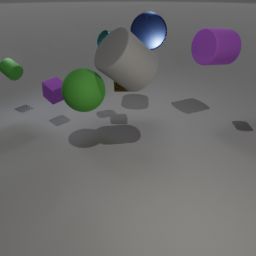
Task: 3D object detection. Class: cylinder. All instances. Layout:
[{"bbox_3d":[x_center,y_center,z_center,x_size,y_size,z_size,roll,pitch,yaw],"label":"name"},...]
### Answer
[{"bbox_3d":[0.798,-3.823,11.242,1.400,1.400,1.400,1,15,1],"label":"cylinder"},{"bbox_3d":[-0.040,-1.999,8.358,1.400,1.400,1.400,29,4,-42],"label":"cylinder"},{"bbox_3d":[-4.883,-2.451,11.710,0.700,0.700,0.700,37,41,21],"label":"cylinder"},{"bbox_3d":[3.512,-3.238,11.199,1.400,1.400,1.400,-9,28,-30],"label":"cylinder"},{"bbox_3d":[-0.631,-3.030,9.983,0.700,0.700,0.700,8,17,-43],"label":"cylinder"}]

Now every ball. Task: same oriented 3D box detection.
[{"bbox_3d":[-1.425,-1.213,9.015,1.400,1.400,1.400,0,28,0],"label":"ball"}]

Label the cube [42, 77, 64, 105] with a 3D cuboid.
[{"bbox_3d":[-2.894,-1.484,11.066,0.700,0.700,0.700,38,50,26],"label":"cube"}]

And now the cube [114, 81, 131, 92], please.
[{"bbox_3d":[-0.175,-1.791,10.864,0.700,0.700,0.700,-1,14,3],"label":"cube"}]
